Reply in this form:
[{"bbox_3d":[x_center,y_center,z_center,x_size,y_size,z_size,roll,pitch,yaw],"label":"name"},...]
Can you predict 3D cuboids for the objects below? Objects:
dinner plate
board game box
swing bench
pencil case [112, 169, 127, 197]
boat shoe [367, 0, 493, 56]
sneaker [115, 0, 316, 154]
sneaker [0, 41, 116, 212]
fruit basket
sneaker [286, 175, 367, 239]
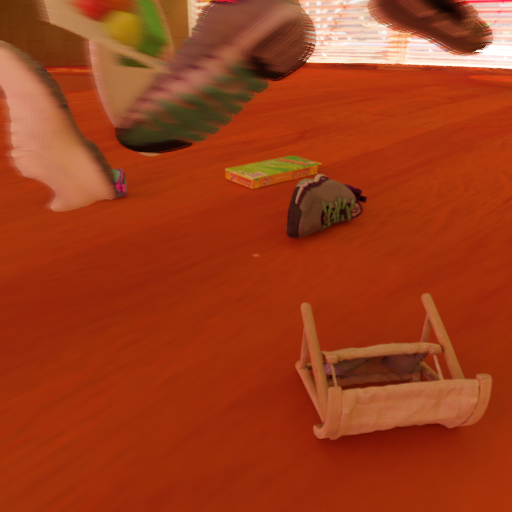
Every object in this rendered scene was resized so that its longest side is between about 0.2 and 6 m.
[{"bbox_3d":[-1.937,-3.029,8.935,0.348,2.869,2.869,-1,23,17],"label":"dinner plate"},{"bbox_3d":[0.497,-2.264,14.876,2.451,0.367,1.171,-21,32,-34],"label":"board game box"},{"bbox_3d":[1.365,1.291,6.087,1.591,1.038,1.599,-2,29,-6],"label":"swing bench"},{"bbox_3d":[-3.876,-1.665,13.070,1.659,0.706,0.767,-4,21,-10],"label":"pencil case"},{"bbox_3d":[2.478,-3.207,7.454,2.069,0.590,0.692,5,62,-23],"label":"boat shoe"},{"bbox_3d":[-0.672,-2.524,7.439,3.036,1.329,1.130,-26,-24,22],"label":"sneaker"},{"bbox_3d":[-2.708,-1.521,7.051,1.007,2.311,0.861,-26,26,2],"label":"sneaker"},{"bbox_3d":[-1.626,-2.516,5.847,1.338,0.627,1.239,4,54,-42],"label":"fruit basket"},{"bbox_3d":[1.488,-1.029,11.301,1.237,1.052,2.826,13,26,16],"label":"sneaker"}]
